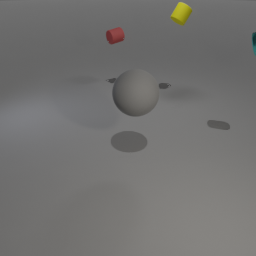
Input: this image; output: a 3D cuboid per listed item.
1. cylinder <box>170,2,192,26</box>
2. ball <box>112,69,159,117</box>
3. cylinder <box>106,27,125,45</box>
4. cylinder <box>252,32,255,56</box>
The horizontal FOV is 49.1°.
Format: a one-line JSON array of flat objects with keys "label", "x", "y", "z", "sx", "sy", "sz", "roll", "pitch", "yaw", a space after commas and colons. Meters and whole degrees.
[{"label": "cylinder", "x": 2.320, "y": -4.955, "z": 12.192, "sx": 0.700, "sy": 0.700, "sz": 0.700, "roll": 30, "pitch": 10, "yaw": -6}, {"label": "ball", "x": 0.231, "y": -1.036, "z": 8.324, "sx": 1.400, "sy": 1.400, "sz": 1.400, "roll": 0, "pitch": 28, "yaw": 0}, {"label": "cylinder", "x": -0.643, "y": -4.644, "z": 14.110, "sx": 0.700, "sy": 0.700, "sz": 0.700, "roll": -26, "pitch": 36, "yaw": -24}, {"label": "cylinder", "x": 4.079, "y": -2.531, "z": 8.228, "sx": 0.700, "sy": 0.700, "sz": 0.700, "roll": -5, "pitch": 22, "yaw": 34}]
